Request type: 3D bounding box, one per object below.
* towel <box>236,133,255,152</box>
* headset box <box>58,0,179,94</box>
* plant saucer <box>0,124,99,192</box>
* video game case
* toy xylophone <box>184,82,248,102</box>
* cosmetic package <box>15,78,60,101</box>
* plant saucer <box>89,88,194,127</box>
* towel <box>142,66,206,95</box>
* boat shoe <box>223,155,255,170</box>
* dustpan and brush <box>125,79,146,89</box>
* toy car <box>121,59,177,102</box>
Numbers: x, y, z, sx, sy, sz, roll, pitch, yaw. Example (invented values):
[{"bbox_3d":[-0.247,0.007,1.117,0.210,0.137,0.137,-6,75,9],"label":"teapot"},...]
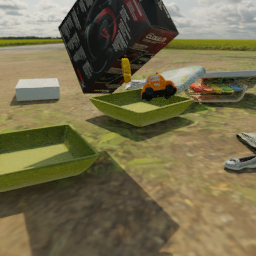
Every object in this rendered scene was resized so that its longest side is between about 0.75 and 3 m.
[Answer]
[{"bbox_3d":[3.824,0.349,7.428,1.447,0.250,1.394,-3,19,-6],"label":"towel"},{"bbox_3d":[-0.298,-2.523,6.932,1.112,2.204,2.965,-7,-21,-46],"label":"headset box"},{"bbox_3d":[-2.080,0.619,6.182,2.303,0.551,2.300,-9,21,-25],"label":"plant saucer"},{"bbox_3d":[4.673,-2.190,13.013,2.574,0.283,2.346,0,-6,13],"label":"video game case"},{"bbox_3d":[3.720,-1.686,12.593,2.789,0.701,2.042,-2,19,-7],"label":"toy xylophone"},{"bbox_3d":[-4.197,-1.857,13.190,1.854,0.635,2.459,-7,20,-14],"label":"cosmetic package"},{"bbox_3d":[0.464,-0.757,9.994,2.730,0.653,2.726,-17,25,-38],"label":"plant saucer"},{"bbox_3d":[1.862,-1.943,12.162,2.075,0.584,2.424,-40,25,-32],"label":"towel"},{"bbox_3d":[2.523,0.750,6.246,0.816,0.262,0.301,-2,19,-6],"label":"boat shoe"},{"bbox_3d":[0.841,-2.430,14.968,1.944,0.556,1.356,1,19,4],"label":"dustpan and brush"},{"bbox_3d":[0.377,-0.844,4.559,0.660,0.447,1.345,-13,-17,17],"label":"toy car"}]
